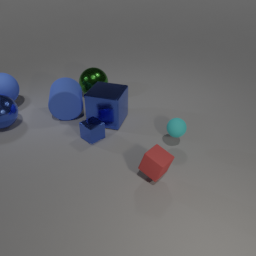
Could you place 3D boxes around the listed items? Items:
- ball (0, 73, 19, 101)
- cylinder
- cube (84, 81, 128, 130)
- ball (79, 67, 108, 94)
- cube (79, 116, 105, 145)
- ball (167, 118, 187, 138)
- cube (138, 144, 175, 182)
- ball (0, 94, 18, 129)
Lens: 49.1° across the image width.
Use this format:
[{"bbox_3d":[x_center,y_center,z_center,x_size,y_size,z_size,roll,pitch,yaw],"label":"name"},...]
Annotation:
[{"bbox_3d":[-5.563,-1.735,12.417,1.400,1.400,1.400,0,34,0],"label":"ball"},{"bbox_3d":[-2.665,-1.260,12.038,1.400,1.400,1.400,-5,34,-8],"label":"cylinder"},{"bbox_3d":[-0.849,-0.951,11.563,1.400,1.400,1.400,10,34,14],"label":"cube"},{"bbox_3d":[-1.647,-2.199,13.447,1.400,1.400,1.400,0,34,0],"label":"ball"},{"bbox_3d":[-1.353,0.086,10.659,0.700,0.700,0.700,29,43,36],"label":"cube"},{"bbox_3d":[1.722,-0.012,9.930,0.700,0.700,0.700,0,34,0],"label":"ball"},{"bbox_3d":[0.858,1.058,8.541,0.700,0.700,0.700,37,41,20],"label":"cube"},{"bbox_3d":[-5.110,-0.658,11.139,1.400,1.400,1.400,0,34,0],"label":"ball"}]
